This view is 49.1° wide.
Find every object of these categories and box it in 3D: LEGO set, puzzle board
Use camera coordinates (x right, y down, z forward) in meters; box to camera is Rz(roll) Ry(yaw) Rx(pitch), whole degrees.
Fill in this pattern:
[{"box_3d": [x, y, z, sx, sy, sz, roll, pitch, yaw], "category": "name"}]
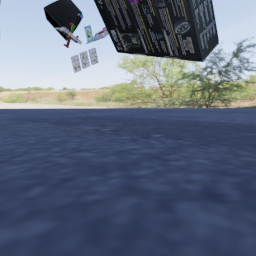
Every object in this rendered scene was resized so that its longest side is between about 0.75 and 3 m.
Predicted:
[{"box_3d": [-1.390, -2.388, 7.816, 0.357, 1.455, 1.087, 9, 32, 34], "category": "LEGO set"}, {"box_3d": [-0.848, -3.561, 10.310, 1.142, 0.132, 1.516, -45, 26, -20], "category": "puzzle board"}]

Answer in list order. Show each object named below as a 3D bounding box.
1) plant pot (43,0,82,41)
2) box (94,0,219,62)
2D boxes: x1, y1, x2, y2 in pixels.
[{"box_3d": [-2.253, -4.004, 10.110, 0.982, 1.107, 1.105, -43, 8, -8], "category": "plant pot"}, {"box_3d": [0.188, -2.301, 4.342, 2.037, 2.542, 0.553, 19, 59, 42], "category": "box"}]
